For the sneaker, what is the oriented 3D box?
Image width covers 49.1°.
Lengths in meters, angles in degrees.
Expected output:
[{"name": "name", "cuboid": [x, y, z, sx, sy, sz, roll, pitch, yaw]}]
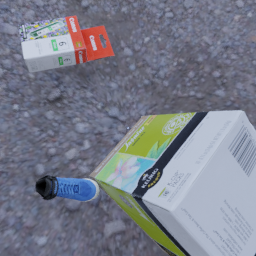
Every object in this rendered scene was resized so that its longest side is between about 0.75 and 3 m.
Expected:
[{"name": "sneaker", "cuboid": [-1.115, 1.075, 4.924, 1.145, 0.637, 0.439, 4, 86, 28]}]

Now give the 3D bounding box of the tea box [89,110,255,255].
[{"name": "tea box", "cuboid": [1.160, 1.250, 4.907, 1.772, 2.609, 2.652, -48, 112, -21]}]

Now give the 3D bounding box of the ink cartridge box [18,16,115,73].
[{"name": "ink cartridge box", "cuboid": [-1.689, -2.424, 7.798, 2.407, 0.606, 1.311, -14, 64, -10]}]
